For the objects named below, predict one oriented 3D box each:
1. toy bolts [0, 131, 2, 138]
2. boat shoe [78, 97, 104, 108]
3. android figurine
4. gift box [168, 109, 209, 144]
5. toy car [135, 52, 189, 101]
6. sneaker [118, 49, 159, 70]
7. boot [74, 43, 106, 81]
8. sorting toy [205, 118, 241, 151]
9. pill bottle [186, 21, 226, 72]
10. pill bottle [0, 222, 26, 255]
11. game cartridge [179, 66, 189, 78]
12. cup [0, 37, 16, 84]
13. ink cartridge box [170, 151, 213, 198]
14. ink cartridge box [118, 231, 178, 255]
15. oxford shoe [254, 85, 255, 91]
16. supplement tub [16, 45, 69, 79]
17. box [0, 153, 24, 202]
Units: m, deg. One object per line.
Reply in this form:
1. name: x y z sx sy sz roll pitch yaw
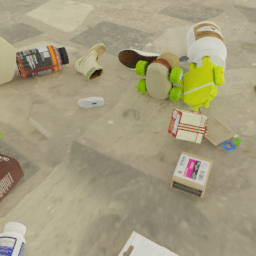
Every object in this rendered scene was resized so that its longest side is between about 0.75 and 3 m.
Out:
1. toy bolts: -5.437 0.324 8.604 2.112 2.018 1.465 -4 48 22
2. boat shoe: -1.453 -1.056 10.963 1.028 0.370 0.338 -8 38 -8
3. android figurine: 2.765 -1.674 10.721 0.434 1.924 2.114 21 62 -37
4. gift box: 2.013 -0.138 9.124 1.017 1.089 1.005 12 15 -13
5. toy car: 1.552 -2.343 11.266 1.731 1.663 2.108 17 51 22
6. sneaker: 0.732 -3.061 12.894 2.456 0.894 1.040 19 18 25
7. boot: -1.425 -2.940 12.527 1.738 0.626 1.344 -41 55 -8
8. sorting toy: 3.029 0.146 9.781 1.116 0.270 1.982 -20 47 -25
9. pill bottle: 3.481 -3.415 12.479 1.645 1.645 2.878 4 44 5
10. pill bottle: -2.833 2.865 6.633 0.666 0.666 1.112 2 43 2
11. game cartridge: 2.047 -2.420 12.495 1.283 0.246 0.831 -33 57 -29
12. cup: -5.741 -2.794 11.480 1.940 2.713 2.713 5 37 -33
13. ink cartridge box: 1.904 1.362 8.363 0.980 0.447 1.190 17 47 15
14. ink cartridge box: 0.799 3.414 6.136 2.282 0.575 1.244 22 48 23
15. oxford shoe: 5.729 -1.520 11.429 0.405 0.388 1.096 -26 50 -28
16. supplement tub: -3.769 -2.974 12.390 2.191 1.172 1.172 -18 46 -18
17. box: -4.030 1.688 7.805 1.044 0.782 2.086 16 44 16
